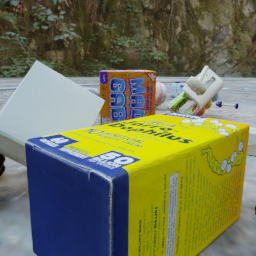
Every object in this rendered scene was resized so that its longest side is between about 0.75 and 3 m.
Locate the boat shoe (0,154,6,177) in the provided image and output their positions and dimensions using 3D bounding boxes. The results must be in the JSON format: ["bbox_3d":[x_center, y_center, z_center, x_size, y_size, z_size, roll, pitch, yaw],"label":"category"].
[{"bbox_3d":[-2.345,0.520,4.310,0.846,0.845,2.338,0,21,-23],"label":"boat shoe"}]

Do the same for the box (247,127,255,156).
[{"bbox_3d":[2.340,0.238,6.039,1.260,0.490,0.598,8,15,32],"label":"box"}]

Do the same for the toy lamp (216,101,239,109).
[{"bbox_3d":[4.280,-0.995,12.158,0.950,0.276,0.276,14,19,41],"label":"toy lamp"}]

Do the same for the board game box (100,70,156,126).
[{"bbox_3d":[-0.029,-0.998,8.916,1.640,1.639,1.641,0,13,-1],"label":"board game box"}]

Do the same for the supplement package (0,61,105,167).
[{"bbox_3d":[-1.083,0.021,3.674,0.920,0.923,1.574,31,-22,-13],"label":"supplement package"}]

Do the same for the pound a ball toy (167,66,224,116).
[{"bbox_3d":[2.410,-1.141,9.054,1.062,1.631,2.501,45,45,6],"label":"pound a ball toy"}]

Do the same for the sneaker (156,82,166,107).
[{"bbox_3d":[0.324,-1.404,12.121,1.483,1.068,2.836,-4,7,-31],"label":"sneaker"}]

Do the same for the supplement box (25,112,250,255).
[{"bbox_3d":[0.230,0.579,2.905,1.162,1.170,2.136,13,18,43],"label":"supplement box"}]

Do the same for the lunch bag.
[{"bbox_3d":[3.459,-2.094,15.745,1.853,0.874,2.313,-1,13,-12],"label":"lunch bag"}]

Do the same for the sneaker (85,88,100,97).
[{"bbox_3d":[-0.799,-1.097,11.175,2.495,0.942,1.420,10,15,17],"label":"sneaker"}]
